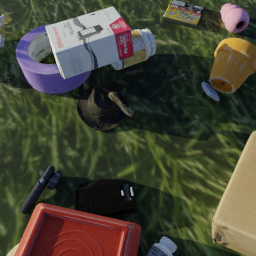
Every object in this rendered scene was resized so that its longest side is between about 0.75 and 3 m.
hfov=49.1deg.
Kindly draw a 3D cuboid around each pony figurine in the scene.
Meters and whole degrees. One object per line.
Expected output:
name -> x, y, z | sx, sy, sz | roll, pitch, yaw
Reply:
pony figurine -> -5.557, -3.154, 9.843 | 2.371, 2.045, 2.456 | 18, 71, -20

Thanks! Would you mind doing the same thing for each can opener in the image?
can opener -> -2.410, 1.671, 7.630 | 0.579, 0.467, 1.472 | 27, 62, 15

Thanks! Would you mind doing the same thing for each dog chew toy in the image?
dog chew toy -> 4.204, -4.483, 11.245 | 0.908, 0.908, 1.459 | -10, 50, -6

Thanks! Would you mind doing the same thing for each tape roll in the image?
tape roll -> -2.548, -2.459, 9.857 | 2.435, 1.035, 2.435 | 0, 59, -1

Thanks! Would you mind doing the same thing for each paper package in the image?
paper package -> 3.778, 1.802, 6.559 | 2.706, 1.469, 2.839 | 17, 57, 32

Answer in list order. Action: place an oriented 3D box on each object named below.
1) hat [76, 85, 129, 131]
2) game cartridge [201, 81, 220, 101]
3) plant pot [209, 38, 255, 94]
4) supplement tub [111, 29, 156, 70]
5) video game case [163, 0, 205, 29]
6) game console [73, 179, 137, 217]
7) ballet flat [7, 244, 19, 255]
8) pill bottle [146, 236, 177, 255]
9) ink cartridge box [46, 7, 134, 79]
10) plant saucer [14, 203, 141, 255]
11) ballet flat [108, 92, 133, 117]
hat -> -0.859, -0.858, 9.041 | 1.845, 0.744, 1.845 | 0, 59, 1
game cartridge -> 2.713, -1.232, 9.287 | 0.526, 0.164, 0.789 | 23, 33, -21
plant pot -> 3.454, -1.980, 9.401 | 1.501, 1.501, 1.375 | 28, 78, 16
supplement tub -> 0.097, -2.843, 10.029 | 1.559, 1.128, 1.128 | -23, 61, -14
video game case -> 2.368, -4.825, 11.816 | 1.495, 0.191, 1.351 | 19, 60, 11
game console -> -0.504, 2.611, 7.135 | 1.638, 0.335, 2.778 | -8, 57, -5
ballet flat -> -1.923, 2.785, 6.754 | 2.320, 0.780, 0.790 | -20, 60, -12
pill bottle -> 0.714, 3.132, 6.664 | 0.563, 0.563, 1.017 | 34, 65, 19
ink cartridge box -> -1.201, -2.674, 8.651 | 2.316, 0.965, 1.682 | -20, 50, -9
plant saucer -> -1.236, 3.040, 6.107 | 2.762, 0.508, 2.767 | 11, 48, 4
ballet flat -> -0.191, -0.746, 8.501 | 0.251, 0.365, 1.084 | -41, 65, -9
